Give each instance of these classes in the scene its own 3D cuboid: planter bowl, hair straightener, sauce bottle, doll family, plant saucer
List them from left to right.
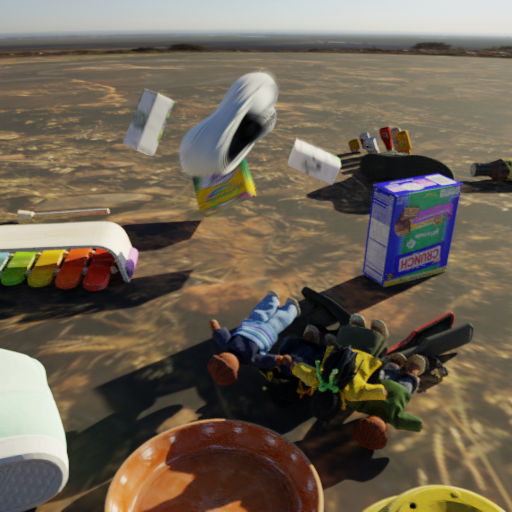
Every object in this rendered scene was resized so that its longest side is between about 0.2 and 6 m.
[{"bbox_3d":[-0.379,2.292,5.168,1.971,0.318,1.971,0,24,0],"label":"plant saucer"},{"bbox_3d":[0.622,1.294,6.517,2.659,1.043,1.537,9,39,33],"label":"doll family"},{"bbox_3d":[2.119,1.272,7.227,1.952,0.399,0.751,-15,28,-28],"label":"hair straightener"},{"bbox_3d":[1.487,2.421,4.263,2.045,0.852,2.045,1,25,0],"label":"planter bowl"},{"bbox_3d":[6.515,-2.235,14.519,1.811,0.598,0.598,-1,25,-2],"label":"sauce bottle"}]

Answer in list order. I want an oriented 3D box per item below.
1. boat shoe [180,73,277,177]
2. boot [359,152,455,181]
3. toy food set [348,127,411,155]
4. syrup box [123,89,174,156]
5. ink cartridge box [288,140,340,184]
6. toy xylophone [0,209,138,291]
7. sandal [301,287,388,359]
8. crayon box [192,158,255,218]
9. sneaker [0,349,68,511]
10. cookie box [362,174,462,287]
[{"bbox_3d":[-0.190,-2.203,9.225,0.933,0.980,2.722,12,40,27],"label":"boat shoe"},{"bbox_3d":[4.103,-2.331,14.497,2.554,0.865,1.668,20,26,33],"label":"boot"},{"bbox_3d":[3.780,-3.299,16.881,1.844,0.830,0.880,-6,33,31],"label":"toy food set"},{"bbox_3d":[-2.476,-3.055,12.870,0.535,1.359,0.553,27,9,35],"label":"syrup box"},{"bbox_3d":[1.123,-1.827,10.867,0.945,0.397,0.688,23,24,-3],"label":"ink cartridge box"},{"bbox_3d":[-3.534,-0.137,9.824,2.965,0.745,2.171,1,25,2],"label":"toy xylophone"},{"bbox_3d":[1.034,0.921,7.663,0.457,0.718,1.910,-47,27,-3],"label":"sandal"},{"bbox_3d":[-0.717,-1.528,12.052,1.204,0.351,1.039,-23,60,14],"label":"crayon box"},{"bbox_3d":[-3.498,1.730,5.348,3.083,1.135,1.819,-1,29,-25],"label":"sneaker"},{"bbox_3d":[2.601,-0.431,9.392,1.408,1.646,0.618,-12,30,-24],"label":"cookie box"}]
